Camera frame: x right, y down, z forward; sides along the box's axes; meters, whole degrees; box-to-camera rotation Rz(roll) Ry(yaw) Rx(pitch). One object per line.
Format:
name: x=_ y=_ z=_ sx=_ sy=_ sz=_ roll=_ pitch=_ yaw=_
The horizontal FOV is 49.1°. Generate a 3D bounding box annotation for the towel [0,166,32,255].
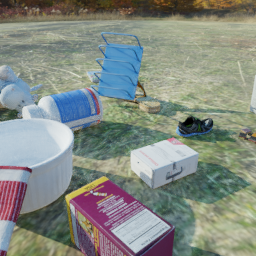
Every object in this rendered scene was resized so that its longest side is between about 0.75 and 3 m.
towel: x=-2.947 y=1.862 z=4.462 sx=2.113 sy=0.334 sz=2.934 roll=3 pitch=53 yaw=5

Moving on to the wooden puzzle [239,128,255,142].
wooden puzzle: x=4.751 y=0.377 z=9.105 sx=2.100 sy=0.148 sz=1.245 roll=23 pitch=34 yaw=38

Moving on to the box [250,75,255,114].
box: x=5.781 y=-1.169 z=10.600 sx=1.369 sy=1.598 sz=1.590 roll=-12 pitch=28 yaw=-17

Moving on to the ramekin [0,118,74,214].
ramekin: x=-2.606 y=0.859 z=6.833 sx=2.637 sy=1.286 sz=2.637 roll=1 pitch=26 yaw=0

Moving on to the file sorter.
file sorter: x=-0.441 y=-2.499 z=11.371 sx=1.625 sy=2.342 sz=1.437 roll=9 pitch=-6 yaw=12

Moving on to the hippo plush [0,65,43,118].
hippo plush: x=-4.523 y=-1.131 z=11.078 sx=2.221 sy=1.769 sz=1.786 roll=33 pitch=15 yaw=-51

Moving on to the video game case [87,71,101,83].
video game case: x=-1.270 y=-2.953 z=15.801 sx=1.840 sy=0.203 sz=1.675 roll=-8 pitch=27 yaw=-15

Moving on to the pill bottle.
pill bottle: x=-2.197 y=-0.504 z=9.513 sx=2.437 sy=1.368 sz=1.368 roll=-17 pitch=31 yaw=-33

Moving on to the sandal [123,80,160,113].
sandal: x=0.418 y=-1.656 z=12.244 sx=1.129 sy=1.013 sz=3.079 roll=-14 pitch=29 yaw=-26

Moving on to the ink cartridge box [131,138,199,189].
ink cartridge box: x=0.956 y=0.900 z=7.500 sx=1.485 sy=0.630 sz=1.082 roll=-13 pitch=29 yaw=-28

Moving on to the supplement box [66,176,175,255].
supplement box: x=-0.189 y=1.861 z=4.906 sx=0.940 sy=1.193 sz=1.822 roll=-22 pitch=34 yaw=-37

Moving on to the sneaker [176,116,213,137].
sneaker: x=2.332 y=-0.118 z=9.571 sx=1.497 sy=0.620 sz=0.531 roll=-12 pitch=30 yaw=-22
